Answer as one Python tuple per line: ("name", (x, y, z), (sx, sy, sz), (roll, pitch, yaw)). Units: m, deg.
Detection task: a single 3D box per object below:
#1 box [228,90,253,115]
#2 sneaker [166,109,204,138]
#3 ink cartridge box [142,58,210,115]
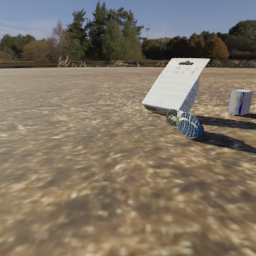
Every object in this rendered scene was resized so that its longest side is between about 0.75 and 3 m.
("box", (4.035, -0.930, 10.023), (0.475, 0.832, 0.904), (16, 19, 39))
("sneaker", (1.668, -0.159, 7.562), (0.664, 0.601, 1.560), (8, 18, -23))
("ink cartridge box", (1.785, -1.509, 10.125), (1.816, 2.268, 0.536), (17, -22, 49))
